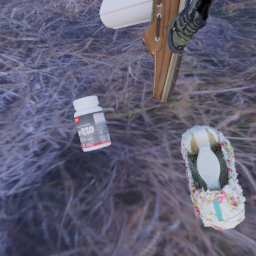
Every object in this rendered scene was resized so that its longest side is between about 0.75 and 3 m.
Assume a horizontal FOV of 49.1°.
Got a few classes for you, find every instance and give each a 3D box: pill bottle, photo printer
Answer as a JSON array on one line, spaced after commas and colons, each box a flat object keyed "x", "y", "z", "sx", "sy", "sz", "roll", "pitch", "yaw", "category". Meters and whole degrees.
[{"x": -0.562, "y": -0.069, "z": 4.255, "sx": 0.439, "sy": 0.439, "sz": 0.772, "roll": -15, "pitch": 91, "yaw": -15, "category": "pill bottle"}, {"x": 0.511, "y": -4.162, "z": 8.344, "sx": 2.570, "sy": 0.893, "sz": 2.138, "roll": 5, "pitch": 71, "yaw": 40, "category": "photo printer"}]

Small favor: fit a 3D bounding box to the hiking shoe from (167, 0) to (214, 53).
[{"x": 1.113, "y": -1.903, "z": 5.044, "sx": 0.467, "sy": 1.233, "sz": 0.621, "roll": 17, "pitch": 26, "yaw": -18, "category": "hiking shoe"}]

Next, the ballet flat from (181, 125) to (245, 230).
[{"x": 1.411, "y": 0.512, "z": 4.898, "sx": 0.991, "sy": 0.837, "sz": 2.620, "roll": -18, "pitch": 30, "yaw": 11, "category": "ballet flat"}]

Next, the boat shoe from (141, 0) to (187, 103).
[{"x": 0.868, "y": -2.157, "z": 6.874, "sx": 1.013, "sy": 2.981, "sz": 1.072, "roll": 12, "pitch": 8, "yaw": 12, "category": "boat shoe"}]
